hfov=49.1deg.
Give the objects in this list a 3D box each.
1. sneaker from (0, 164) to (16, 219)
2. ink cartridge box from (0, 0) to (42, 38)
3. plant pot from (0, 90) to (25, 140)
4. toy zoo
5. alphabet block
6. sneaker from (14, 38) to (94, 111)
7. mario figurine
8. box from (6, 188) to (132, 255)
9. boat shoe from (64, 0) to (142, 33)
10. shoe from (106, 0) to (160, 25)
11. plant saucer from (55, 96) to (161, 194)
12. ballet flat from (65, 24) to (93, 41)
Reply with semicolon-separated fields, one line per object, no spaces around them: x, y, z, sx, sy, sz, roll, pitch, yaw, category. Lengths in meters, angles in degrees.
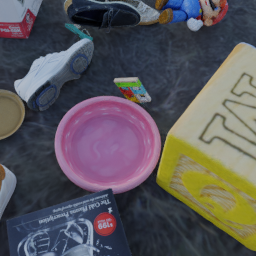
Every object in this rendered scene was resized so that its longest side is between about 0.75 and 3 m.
-3.264;2.009;5.844;1.002;1.165;2.752;6;62;1;sneaker
-3.774;-4.583;8.522;1.210;2.920;2.143;4;61;2;ink cartridge box
-3.539;-0.338;7.603;1.493;0.205;1.493;1;69;-3;plant pot
0.167;-0.972;7.577;0.713;1.087;0.111;5;62;32;toy zoo
2.506;0.459;5.866;2.699;2.685;2.749;33;64;19;alphabet block
-2.100;-1.771;8.086;1.205;1.031;2.767;34;65;23;sneaker
2.161;-3.874;8.725;2.433;1.502;1.289;-11;27;-22;mario figurine
-1.039;2.546;5.542;2.162;1.126;1.969;-16;63;-8;box
-0.727;-3.480;8.772;2.490;0.929;0.775;1;60;-23;boat shoe
0.143;-4.036;9.591;1.996;0.533;0.698;15;62;8;shoe
-0.485;0.414;6.934;2.535;0.642;2.535;2;64;-5;plant saucer
-1.537;-3.087;8.968;0.983;0.331;0.346;36;92;-17;ballet flat
